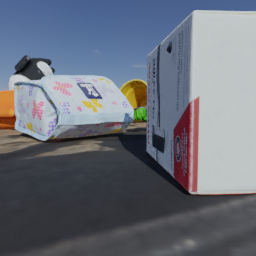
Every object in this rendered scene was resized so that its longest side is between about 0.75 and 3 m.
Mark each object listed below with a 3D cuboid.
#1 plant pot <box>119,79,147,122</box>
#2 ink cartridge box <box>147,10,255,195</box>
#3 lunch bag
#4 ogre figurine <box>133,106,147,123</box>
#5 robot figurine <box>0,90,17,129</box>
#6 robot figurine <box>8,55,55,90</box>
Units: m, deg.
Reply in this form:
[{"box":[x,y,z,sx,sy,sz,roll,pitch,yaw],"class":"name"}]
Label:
[{"box":[0.744,-1.261,14.888,2.164,2.164,2.036,3,-9,34],"class":"plant pot"},{"box":[1.002,-0.346,4.104,1.093,1.883,2.609,0,5,-5],"class":"ink cartridge box"},{"box":[-1.540,-0.590,7.918,2.424,1.817,2.859,-6,14,-40],"class":"lunch bag"},{"box":[1.483,-0.581,9.578,2.742,1.345,1.644,-29,-2,-9],"class":"ogre figurine"},{"box":[-4.060,-0.708,10.608,2.615,1.525,1.881,0,-26,16],"class":"robot figurine"},{"box":[-4.052,-2.077,11.856,1.364,1.643,2.186,-23,30,48],"class":"robot figurine"}]
